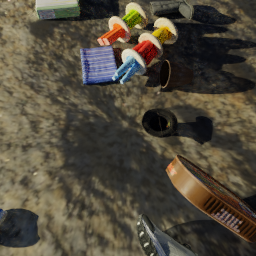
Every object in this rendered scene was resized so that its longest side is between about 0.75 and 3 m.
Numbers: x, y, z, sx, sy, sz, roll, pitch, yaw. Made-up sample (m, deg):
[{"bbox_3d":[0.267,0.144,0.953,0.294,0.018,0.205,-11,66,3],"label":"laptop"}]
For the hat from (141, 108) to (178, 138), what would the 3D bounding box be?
[{"bbox_3d":[0.910,-0.080,8.342,1.099,0.443,1.099,3,62,-7],"label":"hat"}]

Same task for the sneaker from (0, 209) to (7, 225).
[{"bbox_3d":[-3.480,2.381,6.906,0.515,0.355,0.926,23,58,7],"label":"sneaker"}]

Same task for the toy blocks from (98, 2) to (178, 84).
[{"bbox_3d":[-0.002,-2.896,9.660,2.360,1.028,2.831,34,65,18],"label":"toy blocks"}]

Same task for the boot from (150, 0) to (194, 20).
[{"bbox_3d":[1.694,-4.629,10.977,1.488,0.540,1.353,-6,45,-12],"label":"boot"}]

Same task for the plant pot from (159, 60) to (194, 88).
[{"bbox_3d":[1.621,-1.730,9.154,0.941,0.879,0.879,2,58,-16],"label":"plant pot"}]

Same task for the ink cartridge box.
[{"bbox_3d":[-2.879,-5.415,11.470,1.644,0.542,2.260,-7,61,-4],"label":"ink cartridge box"}]

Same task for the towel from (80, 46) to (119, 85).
[{"bbox_3d":[-1.015,-2.220,9.745,1.207,0.199,1.667,-8,59,-6],"label":"towel"}]

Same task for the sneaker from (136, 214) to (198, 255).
[{"bbox_3d":[1.007,2.882,6.442,0.876,0.816,2.209,-32,70,-28],"label":"sneaker"}]

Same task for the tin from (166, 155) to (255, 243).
[{"bbox_3d":[2.011,1.594,6.388,2.737,1.532,0.573,35,105,-15],"label":"tin"}]
